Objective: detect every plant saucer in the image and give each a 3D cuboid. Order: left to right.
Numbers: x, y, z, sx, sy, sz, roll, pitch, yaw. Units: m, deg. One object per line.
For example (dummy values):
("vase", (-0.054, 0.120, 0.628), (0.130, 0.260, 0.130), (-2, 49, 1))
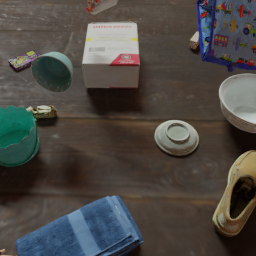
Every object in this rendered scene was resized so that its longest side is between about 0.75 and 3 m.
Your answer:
("plant saucer", (1.639, 0.220, 9.362), (1.490, 0.374, 1.490), (0, 50, 0))

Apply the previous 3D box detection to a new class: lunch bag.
("lunch bag", (2.652, -2.402, 7.042), (1.584, 0.990, 2.104), (8, 74, -14))

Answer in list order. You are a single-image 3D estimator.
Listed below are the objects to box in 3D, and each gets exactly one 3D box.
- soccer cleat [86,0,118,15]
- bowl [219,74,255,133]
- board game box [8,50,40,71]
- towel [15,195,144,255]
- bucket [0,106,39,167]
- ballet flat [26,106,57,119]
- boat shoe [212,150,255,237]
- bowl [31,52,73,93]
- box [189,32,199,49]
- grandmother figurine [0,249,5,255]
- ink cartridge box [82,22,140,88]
("soccer cleat", (-0.824, -4.336, 9.412), (0.936, 0.836, 2.412), (-12, 18, -18))
("bowl", (4.244, -0.664, 9.619), (2.463, 1.107, 2.463), (0, 50, -1))
("board game box", (-4.470, -2.961, 12.170), (1.223, 0.198, 0.734), (-33, 53, -24))
("towel", (-1.224, 2.825, 6.952), (2.895, 0.702, 1.616), (-22, 53, -18))
("bucket", (-3.677, 0.286, 8.792), (1.784, 1.161, 1.784), (0, 50, 0))
("ballet flat", (-3.269, -0.579, 9.964), (1.441, 0.471, 0.508), (-10, 49, -8))
("boat shoe", (3.278, 1.591, 7.727), (1.031, 1.096, 2.878), (23, 54, 18))
("bowl", (-2.254, -1.822, 8.714), (1.324, 1.324, 0.692), (8, 44, 7))
("box", (3.135, -4.047, 12.929), (0.331, 0.404, 0.851), (24, 55, 18))
("grandmother figurine", (-3.175, 3.252, 6.903), (0.847, 0.257, 0.514), (4, 41, 0))
("ink cartridge box", (-0.636, -3.051, 11.535), (2.135, 1.227, 2.941), (0, 50, 0))
